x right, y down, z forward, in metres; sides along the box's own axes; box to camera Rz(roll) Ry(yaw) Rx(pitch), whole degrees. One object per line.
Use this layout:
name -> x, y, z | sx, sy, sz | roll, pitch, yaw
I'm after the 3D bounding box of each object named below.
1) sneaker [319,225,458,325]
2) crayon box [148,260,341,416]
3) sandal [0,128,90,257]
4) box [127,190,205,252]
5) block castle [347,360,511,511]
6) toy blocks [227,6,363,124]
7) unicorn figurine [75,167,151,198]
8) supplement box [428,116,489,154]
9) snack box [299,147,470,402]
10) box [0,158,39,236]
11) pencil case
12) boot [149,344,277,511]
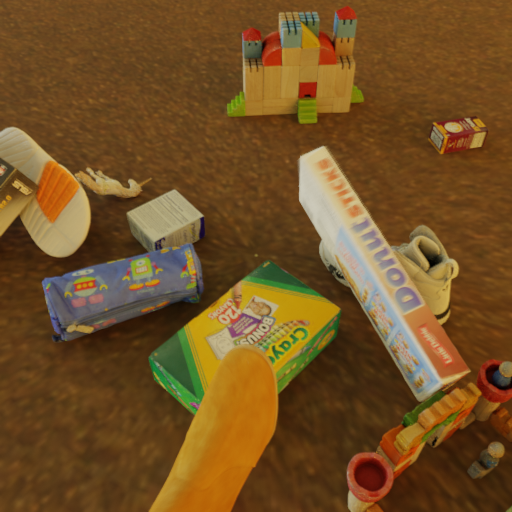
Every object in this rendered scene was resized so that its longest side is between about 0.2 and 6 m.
sneaker -> 1.793, 0.019, 7.654 | 2.082, 1.196, 0.782 | 35, 56, 28
crayon box -> -0.092, 1.120, 7.021 | 1.272, 0.624, 2.142 | 34, 56, 27
sandal -> -3.243, -1.033, 8.787 | 1.040, 0.778, 2.714 | -43, 64, 3
box -> -1.370, -0.475, 8.605 | 0.898, 0.471, 0.826 | -31, 54, -24
block castle -> 2.207, 2.204, 5.698 | 2.380, 1.116, 1.590 | -27, 52, -22
toy blocks -> 0.788, -3.686, 10.607 | 2.747, 1.878, 1.373 | -3, 47, -2
unicorn figurine -> -2.408, -1.172, 9.232 | 0.761, 0.409, 1.107 | 31, 30, 18
supplement box -> 3.708, -2.219, 10.273 | 0.896, 0.384, 0.494 | -11, 48, -10
snack box -> 1.414, 0.200, 6.922 | 0.389, 1.150, 3.198 | -24, 67, -8
box -> -4.741, -0.926, 8.436 | 2.441, 0.590, 1.933 | 32, 80, 26
pencil case -> -1.737, 0.479, 7.464 | 2.136, 0.833, 0.928 | -15, 43, -13
boot -> -0.474, 1.957, 5.058 | 0.739, 2.101, 1.504 | 19, 17, 18
